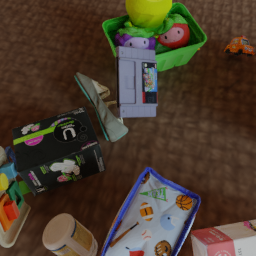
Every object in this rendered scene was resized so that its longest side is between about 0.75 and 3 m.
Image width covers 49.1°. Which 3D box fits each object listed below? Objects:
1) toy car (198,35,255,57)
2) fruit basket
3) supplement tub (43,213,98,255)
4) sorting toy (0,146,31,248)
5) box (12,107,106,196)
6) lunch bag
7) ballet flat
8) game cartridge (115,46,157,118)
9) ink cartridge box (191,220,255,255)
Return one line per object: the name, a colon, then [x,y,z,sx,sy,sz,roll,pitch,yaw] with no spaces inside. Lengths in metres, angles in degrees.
toy car: [2.712,-2.403,7.897,1.703,0.567,0.835,6,13,-14]
fruit basket: [0.647,-2.714,7.299,2.627,2.627,1.895,-19,64,-11]
supplement tub: [-1.018,2.036,5.051,0.650,0.898,0.650,-24,35,17]
sorting toy: [-2.164,1.113,4.996,0.362,1.495,2.655,-20,14,-1]
box: [-1.436,0.470,5.892,1.593,0.990,1.183,-19,51,-11]
lunch bag: [0.230,2.016,4.667,1.278,1.755,2.064,27,62,15]
ballet flat: [-0.630,-0.632,6.980,0.664,0.702,2.084,-29,71,-2]
game cartridge: [0.218,-1.059,6.596,1.044,0.309,1.610,-3,93,-25]
ink cartridge box: [2.376,2.337,4.788,2.315,0.781,1.348,-7,87,-8]
